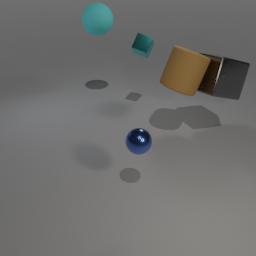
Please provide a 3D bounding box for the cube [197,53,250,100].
[{"bbox_3d":[3.431,-1.959,10.639,1.400,1.400,1.400,4,17,-27],"label":"cube"}]

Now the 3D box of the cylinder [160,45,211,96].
[{"bbox_3d":[2.041,-2.075,10.126,1.400,1.400,1.400,18,21,-7],"label":"cylinder"}]

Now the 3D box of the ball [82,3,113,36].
[{"bbox_3d":[-1.379,-4.920,12.699,1.400,1.400,1.400,0,30,0],"label":"ball"}]

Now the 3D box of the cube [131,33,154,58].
[{"bbox_3d":[0.639,-3.512,11.950,0.700,0.700,0.700,24,0,10],"label":"cube"}]

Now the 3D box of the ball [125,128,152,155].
[{"bbox_3d":[0.283,0.350,7.368,0.700,0.700,0.700,0,30,0],"label":"ball"}]
